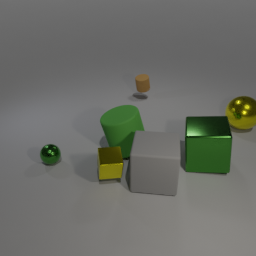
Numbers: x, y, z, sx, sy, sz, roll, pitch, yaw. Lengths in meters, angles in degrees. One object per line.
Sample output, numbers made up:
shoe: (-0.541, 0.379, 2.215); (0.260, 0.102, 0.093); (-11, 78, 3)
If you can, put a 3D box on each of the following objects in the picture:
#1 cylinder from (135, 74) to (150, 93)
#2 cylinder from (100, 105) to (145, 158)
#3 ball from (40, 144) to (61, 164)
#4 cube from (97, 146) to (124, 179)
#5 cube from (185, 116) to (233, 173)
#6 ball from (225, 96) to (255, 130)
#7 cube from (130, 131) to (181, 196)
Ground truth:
cylinder: (0.748, -2.265, 14.187); (0.700, 0.700, 0.700); (-7, 38, 5)
cylinder: (-0.129, 0.103, 9.986); (1.400, 1.400, 1.400); (-14, 29, 8)
ball: (-2.659, 0.895, 9.601); (0.700, 0.700, 0.700); (0, 29, 0)
cube: (-0.551, 1.058, 8.507); (0.700, 0.700, 0.700); (-3, 45, -11)
cube: (2.641, 0.524, 9.376); (1.400, 1.400, 1.400); (0, 29, 13)
ball: (4.745, -0.625, 11.559); (1.400, 1.400, 1.400); (0, 29, 0)
cube: (0.834, 1.045, 8.605); (1.400, 1.400, 1.400); (4, 30, 7)
